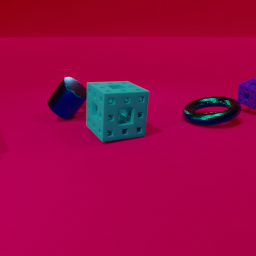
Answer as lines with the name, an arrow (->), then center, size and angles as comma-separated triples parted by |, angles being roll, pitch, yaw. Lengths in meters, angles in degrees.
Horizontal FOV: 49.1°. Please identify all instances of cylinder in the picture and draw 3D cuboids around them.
cylinder -> -1.986, -0.986, 9.311 | 1.019, 1.019, 1.019 | 35, 24, -18

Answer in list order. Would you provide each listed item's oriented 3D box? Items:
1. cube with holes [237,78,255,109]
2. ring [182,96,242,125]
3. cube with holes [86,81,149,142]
cube with holes -> 4.472, -1.236, 9.978 | 0.741, 0.741, 0.741 | -23, 34, -21
ring -> 2.754, -0.604, 9.305 | 1.892, 0.378, 1.892 | -10, 23, 5
cube with holes -> -0.341, -0.528, 7.971 | 1.312, 1.312, 1.312 | -6, 23, -26
